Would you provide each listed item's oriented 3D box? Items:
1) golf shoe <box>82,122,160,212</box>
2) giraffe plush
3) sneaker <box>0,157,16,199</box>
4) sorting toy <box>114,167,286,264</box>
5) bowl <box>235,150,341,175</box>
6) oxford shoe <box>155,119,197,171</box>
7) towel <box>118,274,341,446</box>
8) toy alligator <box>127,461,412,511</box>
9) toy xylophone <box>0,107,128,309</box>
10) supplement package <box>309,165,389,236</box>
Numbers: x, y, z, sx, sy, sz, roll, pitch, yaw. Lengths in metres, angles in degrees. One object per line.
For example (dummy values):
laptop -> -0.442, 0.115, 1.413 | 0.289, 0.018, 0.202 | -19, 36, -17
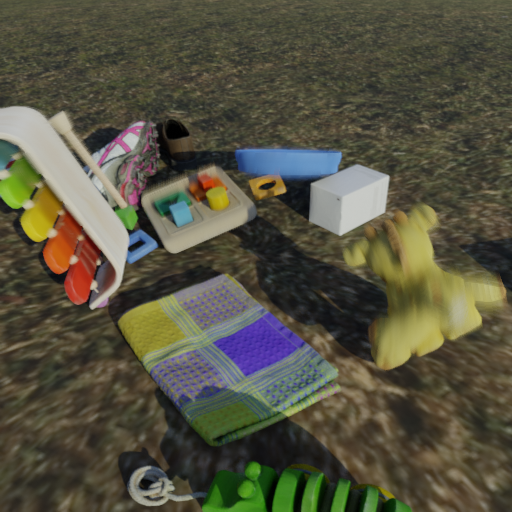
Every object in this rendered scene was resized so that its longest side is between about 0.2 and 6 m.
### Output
golf shoe -> -2.899, -2.030, 11.837 | 1.497, 1.180, 3.250 | 0, 32, 3
giraffe plush -> 1.878, 0.313, 6.919 | 1.618, 1.875, 1.520 | -20, 64, -14
sneaker -> -5.850, -1.964, 11.635 | 2.256, 1.269, 0.804 | 9, 33, 14
sorting toy -> -1.093, -0.987, 10.082 | 3.297, 0.449, 1.856 | -24, 41, -11
bowl -> 0.571, -1.728, 10.249 | 1.932, 0.379, 1.932 | 1, 12, 0
oxford shoe -> -1.969, -2.895, 13.440 | 0.844, 0.980, 2.321 | -16, 34, -21
towel -> -0.469, 1.203, 7.451 | 2.010, 0.319, 2.799 | -18, 36, -27
toy alligator -> 0.227, 2.294, 5.137 | 3.314, 0.899, 0.983 | 11, 33, 17
toy xylophone -> -2.812, -0.847, 8.207 | 0.802, 3.192, 2.337 | -26, 22, 8
supplement package -> 1.758, -1.091, 10.663 | 1.356, 0.822, 0.812 | -26, 40, -35
